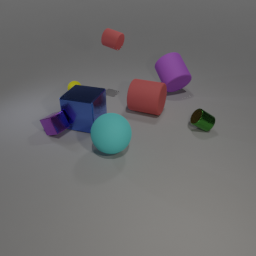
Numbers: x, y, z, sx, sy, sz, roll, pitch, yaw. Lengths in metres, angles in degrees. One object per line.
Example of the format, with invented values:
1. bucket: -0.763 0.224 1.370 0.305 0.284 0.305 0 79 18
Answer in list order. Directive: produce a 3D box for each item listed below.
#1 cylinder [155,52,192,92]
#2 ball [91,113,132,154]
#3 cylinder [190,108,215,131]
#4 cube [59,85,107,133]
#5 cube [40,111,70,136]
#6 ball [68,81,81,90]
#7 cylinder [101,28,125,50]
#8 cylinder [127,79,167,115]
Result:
1. cylinder: 2.202 -2.725 13.755 1.400 1.400 1.400 -13 67 -20
2. ball: -0.574 0.184 9.571 1.400 1.400 1.400 0 32 0
3. cylinder: 2.949 -0.315 11.058 0.700 0.700 0.700 27 25 -22
4. cube: -1.766 -0.796 11.380 1.400 1.400 1.400 9 33 15
5. cube: -2.831 -0.179 10.857 0.700 0.700 0.700 -8 21 41
6. ball: -2.625 -1.971 13.826 0.700 0.700 0.700 0 32 0
7. cylinder: -0.607 -3.575 11.292 0.700 0.700 0.700 25 39 17
8. cylinder: 0.839 -1.365 12.252 1.400 1.400 1.400 12 34 19
